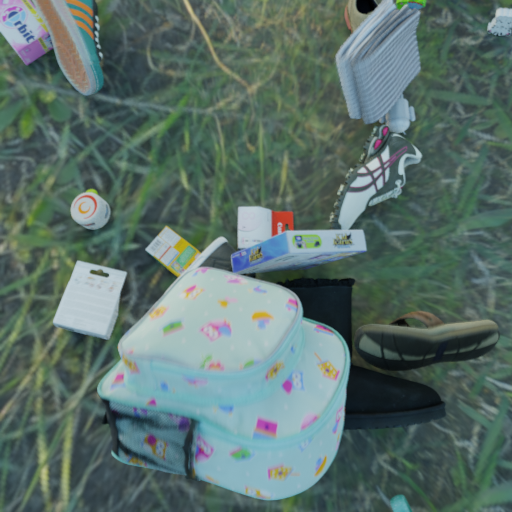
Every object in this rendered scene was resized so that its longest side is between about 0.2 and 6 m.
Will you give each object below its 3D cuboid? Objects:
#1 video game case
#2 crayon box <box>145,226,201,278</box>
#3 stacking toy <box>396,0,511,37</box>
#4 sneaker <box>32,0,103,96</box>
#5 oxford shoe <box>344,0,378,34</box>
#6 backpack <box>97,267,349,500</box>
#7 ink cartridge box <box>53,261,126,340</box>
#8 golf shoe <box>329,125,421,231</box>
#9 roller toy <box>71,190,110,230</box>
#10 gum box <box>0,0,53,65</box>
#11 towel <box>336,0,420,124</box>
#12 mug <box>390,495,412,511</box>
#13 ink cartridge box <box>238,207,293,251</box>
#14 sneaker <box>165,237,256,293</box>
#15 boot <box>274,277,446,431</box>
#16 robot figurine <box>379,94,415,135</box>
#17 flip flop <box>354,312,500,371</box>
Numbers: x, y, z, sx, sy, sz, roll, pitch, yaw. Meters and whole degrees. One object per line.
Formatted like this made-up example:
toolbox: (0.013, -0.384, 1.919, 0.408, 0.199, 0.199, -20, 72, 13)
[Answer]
video game case: (0.665, -0.058, 9.238, 1.541, 1.700, 0.386, -1, 79, -33)
crayon box: (-1.469, -0.022, 10.268, 0.945, 0.244, 0.594, 38, 78, 10)
stacking toy: (4.282, -5.731, 11.666, 2.577, 0.605, 1.943, 12, 74, 5)
sneaker: (-3.489, -4.545, 11.088, 1.088, 0.971, 2.722, -25, 93, -40)
oxford shoe: (2.282, -4.446, 11.186, 0.708, 0.752, 2.011, -20, 76, -5)
backpack: (-0.247, 1.698, 7.770, 3.108, 2.383, 2.732, 17, 34, 16)
ink cartridge box: (-2.939, 0.796, 10.060, 0.988, 0.347, 1.216, 13, 65, 4)
golf shoe: (2.147, -1.301, 10.245, 1.037, 0.909, 2.355, 30, 76, 9)
roller toy: (-3.057, -0.814, 10.363, 0.676, 0.472, 0.617, -44, 72, -3)
gum box: (-4.801, -4.743, 11.394, 0.847, 0.494, 1.493, -37, 78, -8)
towel: (2.300, -3.489, 10.132, 0.753, 1.458, 1.761, 30, 72, 38)
mug: (2.626, 4.559, 8.620, 1.199, 0.902, 1.459, 3, 65, 24)
ink cartridge box: (0.174, -0.494, 10.367, 1.022, 0.292, 0.831, -2, 71, 5)
sneaker: (-0.875, 0.784, 9.764, 1.095, 0.781, 2.208, 36, 74, 13)
boot: (1.470, 1.589, 9.348, 3.041, 1.125, 2.492, -6, 78, 7)
robot figurine: (2.722, -2.730, 10.852, 0.683, 0.455, 0.805, -4, 82, 7)
flip flop: (2.819, 1.308, 9.378, 2.554, 1.036, 0.735, -4, 46, -11)
